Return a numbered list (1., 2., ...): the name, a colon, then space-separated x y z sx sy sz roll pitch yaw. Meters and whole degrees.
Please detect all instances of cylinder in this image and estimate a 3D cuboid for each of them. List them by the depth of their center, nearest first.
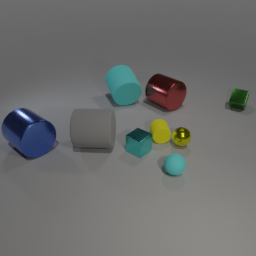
1. cylinder: -3.537 0.152 10.020 1.400 1.400 1.400 26 40 36
2. cylinder: -1.216 0.005 10.062 1.400 1.400 1.400 1 31 5
3. cylinder: 1.234 0.125 10.739 0.700 0.700 0.700 -3 32 -5
4. cylinder: 1.763 -1.691 13.087 1.400 1.400 1.400 -24 39 -34
5. cylinder: -0.227 -2.032 13.315 1.400 1.400 1.400 -10 49 -17

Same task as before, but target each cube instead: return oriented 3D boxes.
1. cube: 0.397 0.523 10.099 0.700 0.700 0.700 24 38 34
2. cube: 5.118 -1.323 12.902 0.700 0.700 0.700 17 80 26

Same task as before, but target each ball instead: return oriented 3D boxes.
1. ball: 1.504 1.165 8.972 0.700 0.700 0.700 0 31 0
2. ball: 1.966 0.317 10.264 0.700 0.700 0.700 0 31 0
